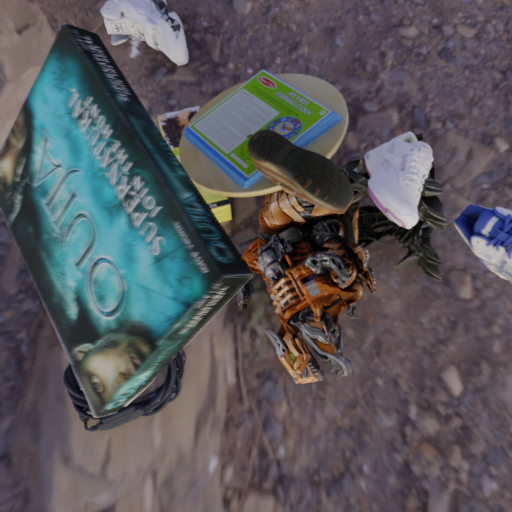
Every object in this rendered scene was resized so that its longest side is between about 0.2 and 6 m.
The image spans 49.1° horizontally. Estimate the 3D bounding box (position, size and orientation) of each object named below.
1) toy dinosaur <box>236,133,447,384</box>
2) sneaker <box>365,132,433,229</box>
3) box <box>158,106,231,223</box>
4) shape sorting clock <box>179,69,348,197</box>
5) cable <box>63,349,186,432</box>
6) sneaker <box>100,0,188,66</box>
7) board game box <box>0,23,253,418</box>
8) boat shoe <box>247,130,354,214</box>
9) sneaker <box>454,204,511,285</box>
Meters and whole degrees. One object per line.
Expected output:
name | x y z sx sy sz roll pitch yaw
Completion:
toy dinosaur | 1.290 -0.627 9.913 3.670 2.762 5.407 -9 85 13
sneaker | 2.099 -1.181 8.051 0.962 0.723 1.932 -34 32 26
box | -1.268 -1.817 11.372 0.951 0.633 2.527 -16 66 -7
shape sorting clock | 0.093 -2.115 9.577 2.973 0.583 2.973 -12 52 16
cable | -2.226 2.007 9.702 2.057 0.522 1.678 -23 62 -8
sneaker | -2.564 -5.122 12.764 1.521 0.994 2.647 -22 62 -9
board game box | -2.036 -0.480 7.091 0.583 2.803 4.144 -1 50 -51
boat shoe | 0.637 -1.192 8.204 1.729 0.639 0.654 37 73 11
sneaker | 3.564 -0.061 7.718 1.206 2.737 1.030 34 97 -9
